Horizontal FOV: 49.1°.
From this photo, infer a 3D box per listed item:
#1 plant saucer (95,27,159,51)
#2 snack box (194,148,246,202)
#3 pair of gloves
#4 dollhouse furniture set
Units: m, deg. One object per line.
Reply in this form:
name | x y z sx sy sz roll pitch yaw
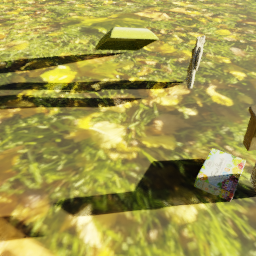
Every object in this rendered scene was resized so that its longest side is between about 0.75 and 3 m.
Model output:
plant saucer | -0.146 -3.840 12.087 2.185 0.524 2.189 -5 4 -23
snack box | 2.220 1.077 6.713 0.870 0.324 1.223 19 41 23
pair of gloves | 2.339 -2.377 9.933 0.361 1.752 2.060 16 23 9
dollhouse furniture set | 3.612 1.020 4.866 2.595 2.729 2.224 -13 50 0
